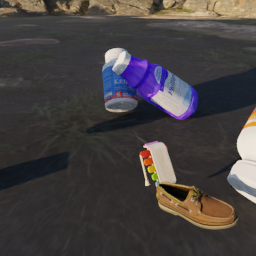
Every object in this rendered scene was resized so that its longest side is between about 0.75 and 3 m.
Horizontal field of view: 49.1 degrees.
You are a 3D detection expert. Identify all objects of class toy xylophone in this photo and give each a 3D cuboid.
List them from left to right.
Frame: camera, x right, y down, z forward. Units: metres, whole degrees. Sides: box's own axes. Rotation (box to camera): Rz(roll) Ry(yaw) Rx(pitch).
[{"bbox_3d":[0.558,0.755,5.519,0.750,1.024,0.257,-4,-12,-26],"label":"toy xylophone"}]

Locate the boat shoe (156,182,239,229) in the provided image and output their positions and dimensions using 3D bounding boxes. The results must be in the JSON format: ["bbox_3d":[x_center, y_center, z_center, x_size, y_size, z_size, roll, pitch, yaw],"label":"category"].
[{"bbox_3d":[1.003,1.155,4.299,1.296,0.440,0.466,5,34,33],"label":"boat shoe"}]

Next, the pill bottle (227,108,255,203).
[{"bbox_3d":[3.154,0.048,5.271,1.652,1.652,2.945,25,74,40],"label":"pill bottle"}]

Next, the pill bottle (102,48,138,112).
[{"bbox_3d":[-0.303,-1.617,9.436,1.101,1.962,1.101,-6,-15,-2],"label":"pill bottle"}]

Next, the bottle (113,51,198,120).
[{"bbox_3d":[0.865,-1.309,8.514,2.802,0.915,1.170,28,52,-23],"label":"bottle"}]
